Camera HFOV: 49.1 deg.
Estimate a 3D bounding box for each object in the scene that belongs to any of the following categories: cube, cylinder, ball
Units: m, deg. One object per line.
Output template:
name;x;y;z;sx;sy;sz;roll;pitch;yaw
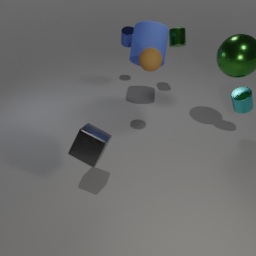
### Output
cube;-0.895;0.396;6.721;0.700;0.700;0.700;28;15;0
cylinder;4.105;-0.993;10.060;0.700;0.700;0.700;-16;44;16
ball;0.671;-2.041;8.359;0.700;0.700;0.700;0;33;0
ball;3.633;-2.354;9.196;1.400;1.400;1.400;0;33;0
cylinder;0.028;-4.283;13.171;0.700;0.700;0.700;2;54;-2
cylinder;2.094;-3.826;11.866;0.700;0.700;0.700;-3;8;0
cylinder;0.840;-3.292;11.165;1.400;1.400;1.400;9;-4;1
